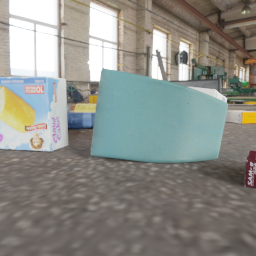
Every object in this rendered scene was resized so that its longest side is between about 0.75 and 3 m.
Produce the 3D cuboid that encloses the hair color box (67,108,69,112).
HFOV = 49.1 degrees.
[{"bbox_3d":[-3.820,-0.667,13.812,1.223,0.740,2.446,-3,7,-28],"label":"hair color box"}]

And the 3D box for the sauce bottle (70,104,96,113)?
[{"bbox_3d":[-1.110,-0.599,12.568,2.929,0.967,0.967,4,7,12],"label":"sauce bottle"}]

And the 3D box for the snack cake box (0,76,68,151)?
[{"bbox_3d":[-3.053,-0.374,6.932,2.970,1.708,0.998,1,7,13],"label":"snack cake box"}]

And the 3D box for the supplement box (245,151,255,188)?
[{"bbox_3d":[2.367,0.620,3.849,1.359,0.414,0.740,4,8,27],"label":"supplement box"}]

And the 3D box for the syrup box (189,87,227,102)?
[{"bbox_3d":[3.390,-0.942,12.095,1.219,1.178,2.993,11,4,28],"label":"syrup box"}]

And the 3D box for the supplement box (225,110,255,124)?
[{"bbox_3d":[5.407,-0.534,13.406,0.957,0.559,1.519,-2,7,-13],"label":"supplement box"}]

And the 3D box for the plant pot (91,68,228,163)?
[{"bbox_3d":[0.703,-0.188,5.861,2.406,1.699,1.700,9,8,11],"label":"plant pot"}]

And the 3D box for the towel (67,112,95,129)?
[{"bbox_3d":[-1.709,-0.285,11.025,2.547,0.618,1.422,0,6,-5],"label":"towel"}]
